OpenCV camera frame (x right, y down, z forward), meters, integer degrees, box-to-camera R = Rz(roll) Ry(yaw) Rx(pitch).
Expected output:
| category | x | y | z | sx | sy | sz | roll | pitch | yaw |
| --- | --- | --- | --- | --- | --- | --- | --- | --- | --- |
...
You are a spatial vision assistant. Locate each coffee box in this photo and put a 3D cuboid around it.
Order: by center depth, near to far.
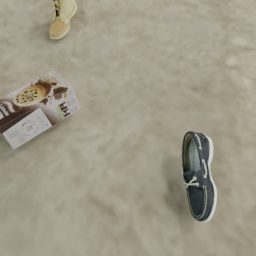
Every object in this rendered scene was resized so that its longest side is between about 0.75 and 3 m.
| category | x | y | z | sx | sy | sz | roll | pitch | yaw |
| --- | --- | --- | --- | --- | --- | --- | --- | --- | --- |
| coffee box | -2.279 | -0.478 | 6.769 | 1.883 | 0.752 | 1.064 | -35 | 49 | -20 |

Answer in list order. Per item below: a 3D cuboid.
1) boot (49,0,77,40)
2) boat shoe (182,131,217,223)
| category | x | y | z | sx | sy | sz | roll | pitch | yaw |
| --- | --- | --- | --- | --- | --- | --- | --- | --- | --- |
| boot | -2.123 | -3.679 | 8.503 | 0.605 | 1.292 | 1.663 | 14 | 67 | 13 |
| boat shoe | 1.396 | 0.975 | 5.845 | 0.569 | 0.713 | 1.885 | 22 | 56 | -31 |
